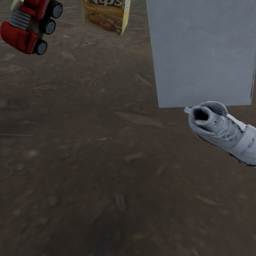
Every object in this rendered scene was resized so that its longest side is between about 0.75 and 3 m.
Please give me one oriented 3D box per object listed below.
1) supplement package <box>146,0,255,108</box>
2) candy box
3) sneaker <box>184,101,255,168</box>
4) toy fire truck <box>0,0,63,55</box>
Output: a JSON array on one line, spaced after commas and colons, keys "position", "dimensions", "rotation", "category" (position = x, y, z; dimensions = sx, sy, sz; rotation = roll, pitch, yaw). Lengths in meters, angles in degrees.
[{"position": [1.461, -1.745, 5.483], "dimensions": [1.875, 2.408, 1.335], "rotation": [-1, 40, 14], "category": "supplement package"}, {"position": [-0.694, -4.165, 8.938], "dimensions": [1.474, 2.554, 0.706], "rotation": [21, 74, 1], "category": "candy box"}, {"position": [1.604, 0.099, 4.386], "dimensions": [1.617, 0.608, 0.929], "rotation": [30, 1, 33], "category": "sneaker"}, {"position": [-2.795, -2.930, 7.495], "dimensions": [1.310, 1.792, 2.036], "rotation": [32, 15, 14], "category": "toy fire truck"}]
